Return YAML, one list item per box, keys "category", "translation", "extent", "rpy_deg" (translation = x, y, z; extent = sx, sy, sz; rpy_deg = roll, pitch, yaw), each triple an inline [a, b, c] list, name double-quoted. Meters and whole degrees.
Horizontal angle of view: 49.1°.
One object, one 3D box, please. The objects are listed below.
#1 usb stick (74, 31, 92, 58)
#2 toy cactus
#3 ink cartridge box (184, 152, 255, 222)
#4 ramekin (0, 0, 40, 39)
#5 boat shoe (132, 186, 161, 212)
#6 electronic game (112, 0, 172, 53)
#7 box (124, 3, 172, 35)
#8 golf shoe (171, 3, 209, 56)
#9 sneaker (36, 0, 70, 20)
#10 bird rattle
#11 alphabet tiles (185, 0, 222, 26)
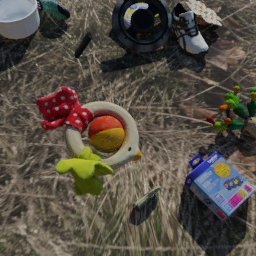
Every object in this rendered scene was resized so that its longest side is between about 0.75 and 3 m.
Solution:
- category: "usb stick"
  translation: [-1.263, -2.309, 7.838]
  extent: [0.167, 1.024, 0.284]
  rpy_deg: [5, 68, -30]
- category: "toy cactus"
  translation: [4.170, -0.411, 10.342]
  extent: [2.396, 1.225, 1.977]
  rpy_deg: [-38, 85, -23]
- category: "ink cartridge box"
  translation: [2.814, 1.753, 9.070]
  extent: [1.378, 0.771, 2.019]
  rpy_deg: [-35, 63, -19]
- category: "ramekin"
  translation: [-5.247, -5.215, 13.057]
  extent: [2.249, 1.096, 2.249]
  rpy_deg: [0, 59, -1]
- category: "boat shoe"
  translation: [0.646, 2.283, 8.985]
  extent: [1.080, 0.386, 0.355]
  rpy_deg: [-33, 73, -17]
- category: "electronic game"
  translation: [0.639, -4.734, 12.447]
  extent: [2.751, 0.572, 2.751]
  rpy_deg: [0, 90, -9]
- category: "box"
  translation: [0.802, -5.510, 13.526]
  extent: [2.599, 0.629, 1.525]
  rpy_deg: [-34, 66, -20]
- category: "golf shoe"
  translation: [2.655, -4.381, 12.446]
  extent: [1.085, 1.319, 2.791]
  rpy_deg: [-25, 63, -15]
- category: "sneaker"
  translation: [-3.557, -6.093, 13.780]
  extent: [2.226, 0.828, 0.975]
  rpy_deg: [30, 58, 17]
- category: "bird rattle"
  translation: [-0.884, 0.190, 6.765]
  extent: [2.226, 1.538, 2.731]
  rpy_deg: [-11, 61, -19]
- category: "alphabet tiles"
  translation: [3.569, -5.469, 13.265]
  extent: [1.968, 0.144, 1.925]
  rpy_deg: [-4, 55, -35]
